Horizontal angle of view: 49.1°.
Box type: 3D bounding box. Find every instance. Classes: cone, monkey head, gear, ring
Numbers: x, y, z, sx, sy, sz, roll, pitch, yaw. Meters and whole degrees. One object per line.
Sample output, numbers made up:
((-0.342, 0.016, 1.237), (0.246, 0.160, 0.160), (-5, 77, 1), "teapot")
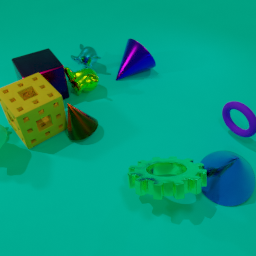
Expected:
((0.030, -2.224, 10.157), (1.399, 1.394, 1.394), (-47, 58, -5), "cone")
((-1.525, -1.714, 9.319), (0.938, 1.120, 1.557), (-36, 25, -8), "monkey head")
((0.889, 1.094, 6.468), (1.778, 0.329, 1.778), (-4, 12, 1), "gear")
((-1.578, -2.655, 10.258), (0.934, 0.782, 1.298), (12, 24, -50), "monkey head")
((2.990, -0.228, 7.527), (0.220, 1.099, 1.099), (-33, 53, -18), "ring")
((2.313, 0.915, 6.270), (1.393, 1.398, 1.393), (-3, 64, 6), "cone")
((-1.470, -0.321, 7.883), (0.971, 0.975, 0.971), (-14, 40, 12), "cone")

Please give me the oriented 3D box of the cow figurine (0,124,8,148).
((-3.797, -0.008, 7.326), (1.609, 0.883, 1.583), (8, 39, 9), "cow figurine")

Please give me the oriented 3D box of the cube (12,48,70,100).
((-2.814, -1.601, 9.107), (1.278, 1.278, 1.278), (-24, 50, -22), "cube")

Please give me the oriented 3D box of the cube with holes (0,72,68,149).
((-2.670, -0.502, 7.927), (1.292, 1.292, 1.292), (-31, 56, -26), "cube with holes")
